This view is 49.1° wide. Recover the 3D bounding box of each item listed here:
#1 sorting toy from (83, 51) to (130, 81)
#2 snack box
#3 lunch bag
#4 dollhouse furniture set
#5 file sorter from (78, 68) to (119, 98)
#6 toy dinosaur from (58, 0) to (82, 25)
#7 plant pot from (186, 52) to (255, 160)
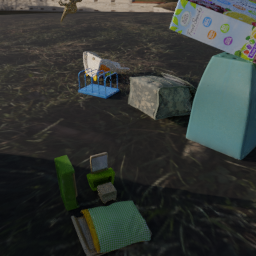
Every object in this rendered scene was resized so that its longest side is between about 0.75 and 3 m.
[{"bbox_3d":[-1.047,-3.197,14.618,1.982,1.176,2.202,-6,26,-28],"label":"sorting toy"},{"bbox_3d":[2.792,-2.938,7.678,2.725,0.922,2.298,27,42,9],"label":"snack box"},{"bbox_3d":[1.484,-1.287,10.630,2.320,1.364,1.902,-9,27,-30],"label":"lunch bag"},{"bbox_3d":[-0.557,1.410,5.799,1.374,1.052,2.097,-13,30,-22],"label":"dollhouse furniture set"},{"bbox_3d":[-1.316,-2.040,12.460,1.526,0.936,1.059,15,31,27],"label":"file sorter"},{"bbox_3d":[-2.215,-4.439,10.266,1.329,0.672,0.387,-43,28,13],"label":"toy dinosaur"},{"bbox_3d":[3.121,-0.848,8.382,1.866,2.642,1.867,24,37,38],"label":"plant pot"}]
